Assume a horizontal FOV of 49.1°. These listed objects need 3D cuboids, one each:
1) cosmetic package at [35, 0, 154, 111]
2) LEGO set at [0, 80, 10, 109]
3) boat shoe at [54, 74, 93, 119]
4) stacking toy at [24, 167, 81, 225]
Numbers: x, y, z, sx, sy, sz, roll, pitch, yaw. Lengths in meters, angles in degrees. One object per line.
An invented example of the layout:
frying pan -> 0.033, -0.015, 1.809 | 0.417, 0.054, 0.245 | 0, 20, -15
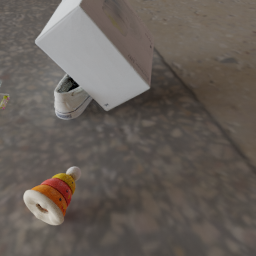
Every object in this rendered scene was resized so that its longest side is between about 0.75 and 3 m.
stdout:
cosmetic package -> -0.675, -2.481, 7.868 | 1.663, 2.696, 2.705 | -24, 39, 31
LEGO set -> -3.928, -0.750, 7.828 | 0.678, 1.822, 0.838 | -2, 69, -53
boat shoe -> -1.440, -1.466, 8.538 | 1.044, 0.954, 2.903 | 12, 42, 16
stacking toy -> -1.361, 1.204, 5.615 | 0.903, 0.903, 1.237 | 19, 45, 20
